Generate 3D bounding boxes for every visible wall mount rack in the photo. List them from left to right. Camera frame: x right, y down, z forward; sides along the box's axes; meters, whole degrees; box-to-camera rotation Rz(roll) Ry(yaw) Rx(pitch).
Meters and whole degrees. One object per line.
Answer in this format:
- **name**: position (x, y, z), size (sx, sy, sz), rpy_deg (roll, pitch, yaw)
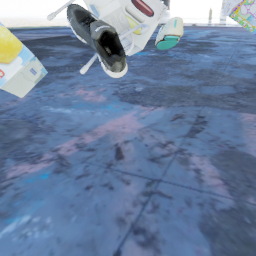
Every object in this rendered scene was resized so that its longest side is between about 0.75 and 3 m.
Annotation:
- **wall mount rack**: position (-0.821, -3.053, 8.037), size (2.506, 2.884, 1.075), rpy_deg (-33, 33, -4)

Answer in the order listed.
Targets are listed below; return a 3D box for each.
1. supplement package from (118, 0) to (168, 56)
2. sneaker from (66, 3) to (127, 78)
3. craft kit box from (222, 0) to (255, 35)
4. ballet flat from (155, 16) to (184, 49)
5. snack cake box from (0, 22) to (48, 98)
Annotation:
- **supplement package**: position (-0.027, -4.131, 10.386), size (2.015, 1.927, 1.482), rpy_deg (32, -6, -19)
- **sneaker**: position (-0.758, -2.434, 7.194), size (0.782, 2.354, 1.065), rpy_deg (-36, -5, -15)
- **craft kit box**: position (3.286, -2.895, 6.414), size (1.798, 1.821, 0.442), rpy_deg (36, 74, 9)
- **ballet flat**: position (1.000, -2.290, 6.753), size (0.569, 0.569, 1.638), rpy_deg (-2, 6, -5)
- **snack cake box**: position (-2.716, -1.729, 5.109), size (0.815, 2.425, 1.395), rpy_deg (-46, 5, -4)
